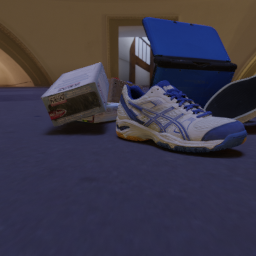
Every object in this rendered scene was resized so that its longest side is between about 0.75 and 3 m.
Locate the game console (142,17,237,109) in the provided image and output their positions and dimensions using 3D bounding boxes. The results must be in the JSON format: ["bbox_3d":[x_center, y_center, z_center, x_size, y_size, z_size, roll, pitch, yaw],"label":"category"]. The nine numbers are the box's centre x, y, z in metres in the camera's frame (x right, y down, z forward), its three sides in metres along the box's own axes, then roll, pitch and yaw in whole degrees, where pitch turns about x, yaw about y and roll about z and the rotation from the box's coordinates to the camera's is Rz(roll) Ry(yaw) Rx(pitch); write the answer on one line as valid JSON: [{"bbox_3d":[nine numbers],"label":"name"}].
[{"bbox_3d":[1.498,-1.632,7.630,2.488,2.124,1.472,-2,33,-25],"label":"game console"}]

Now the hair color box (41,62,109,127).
[{"bbox_3d":[-1.219,-0.977,7.242,1.254,0.768,2.534,-16,21,5],"label":"hair color box"}]

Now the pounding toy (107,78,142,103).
[{"bbox_3d":[-0.595,-1.465,10.477,1.548,1.196,1.682,9,1,-38],"label":"pounding toy"}]

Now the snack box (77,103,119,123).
[{"bbox_3d":[-0.775,-0.502,8.445,1.278,0.476,1.798,10,12,42],"label":"snack box"}]

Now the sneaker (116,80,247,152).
[{"bbox_3d":[0.799,-0.286,5.201,2.700,1.190,1.016,9,11,38],"label":"sneaker"}]

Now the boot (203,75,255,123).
[{"bbox_3d":[3.273,-0.447,7.205,2.859,2.062,1.035,-30,54,0],"label":"boot"}]
